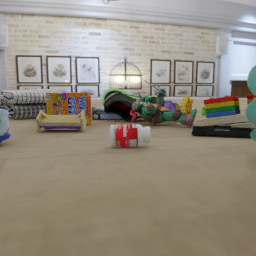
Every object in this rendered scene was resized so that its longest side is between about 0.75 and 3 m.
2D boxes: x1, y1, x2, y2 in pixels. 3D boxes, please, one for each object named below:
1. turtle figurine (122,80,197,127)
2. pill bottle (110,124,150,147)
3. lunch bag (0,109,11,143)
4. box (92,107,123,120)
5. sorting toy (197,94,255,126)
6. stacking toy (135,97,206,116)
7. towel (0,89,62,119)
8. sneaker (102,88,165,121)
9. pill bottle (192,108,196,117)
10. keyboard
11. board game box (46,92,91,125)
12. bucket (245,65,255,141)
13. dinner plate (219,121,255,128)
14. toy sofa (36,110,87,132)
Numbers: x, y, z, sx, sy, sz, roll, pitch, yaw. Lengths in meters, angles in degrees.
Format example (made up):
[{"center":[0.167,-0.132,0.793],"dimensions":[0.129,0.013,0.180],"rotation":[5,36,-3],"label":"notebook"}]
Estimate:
[{"center":[1.073,-0.715,9.738],"dimensions":[2.521,1.269,1.887],"rotation":[18,29,9],"label":"turtle figurine"},{"center":[0.050,0.161,6.071],"dimensions":[0.855,0.480,0.480],"rotation":[-1,8,0],"label":"pill bottle"},{"center":[-3.774,-0.039,6.197],"dimensions":[2.075,0.855,1.668],"rotation":[4,10,28],"label":"lunch bag"},{"center":[-0.906,-0.677,12.565],"dimensions":[1.428,0.394,2.091],"rotation":[-1,8,-8],"label":"box"},{"center":[3.593,-0.651,8.943],"dimensions":[2.418,0.841,2.403],"rotation":[-7,1,25],"label":"sorting toy"},{"center":[1.793,-0.623,10.692],"dimensions":[2.038,0.635,2.703],"rotation":[2,-5,34],"label":"stacking toy"},{"center":[-4.495,-1.127,13.006],"dimensions":[2.433,1.257,2.938],"rotation":[-7,12,-35],"label":"towel"},{"center":[0.380,-0.687,11.121],"dimensions":[2.937,1.127,1.230],"rotation":[9,49,-2],"label":"sneaker"},{"center":[2.289,-0.646,11.739],"dimensions":[1.089,0.568,0.568],"rotation":[2,8,8],"label":"pill bottle"},{"center":[2.574,0.102,7.701],"dimensions":[1.587,0.204,0.953],"rotation":[3,15,15],"label":"keyboard"},{"center":[-2.069,-0.670,9.775],"dimensions":[1.135,1.134,1.135],"rotation":[-7,11,-42],"label":"board game box"},{"center":[3.584,-0.772,4.921],"dimensions":[1.897,2.916,2.916],"rotation":[15,16,42],"label":"bucket"},{"center":[3.711,-0.132,8.489],"dimensions":[1.833,0.222,1.833],"rotation":[-9,2,0],"label":"dinner plate"},{"center":[-1.957,-0.119,8.337],"dimensions":[1.397,0.682,0.578],"rotation":[0,33,-1],"label":"toy sofa"}]
